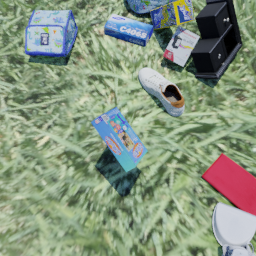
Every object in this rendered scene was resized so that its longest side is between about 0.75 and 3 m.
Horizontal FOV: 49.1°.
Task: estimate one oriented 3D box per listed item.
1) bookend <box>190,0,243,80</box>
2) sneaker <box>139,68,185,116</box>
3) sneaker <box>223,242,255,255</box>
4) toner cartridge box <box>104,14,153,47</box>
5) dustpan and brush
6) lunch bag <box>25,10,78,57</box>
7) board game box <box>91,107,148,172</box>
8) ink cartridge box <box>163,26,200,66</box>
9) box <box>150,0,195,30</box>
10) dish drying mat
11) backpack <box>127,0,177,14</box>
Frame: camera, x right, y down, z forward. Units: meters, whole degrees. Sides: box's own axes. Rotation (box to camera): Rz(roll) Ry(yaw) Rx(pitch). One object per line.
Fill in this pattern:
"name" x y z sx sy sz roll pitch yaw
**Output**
"bookend" 2.630 -2.796 8.683 0.838 1.819 1.807 14 55 45
"sneaker" 1.052 -1.317 8.509 0.729 0.848 2.003 -34 65 -15
"sneaker" 2.119 3.118 6.067 1.702 0.639 0.978 -10 78 -11
"toner cartridge box" 0.021 -3.491 9.979 1.606 0.347 0.763 20 63 11
"dustpan and brush" 2.405 2.645 6.629 1.024 0.420 1.467 19 56 15
"lunch bag" -2.594 -3.104 9.394 1.402 1.051 1.649 4 67 9
"board game box" -0.146 0.211 6.122 0.287 0.970 1.275 -35 91 24
"ink cartridge box" 1.705 -2.636 9.045 0.767 0.436 1.052 27 107 0
"box" 1.411 -3.733 9.258 0.652 0.711 2.029 -19 19 -10
"dish drying mat" 3.141 1.745 7.178 2.456 0.223 0.943 41 69 19
"backpack" 0.868 -5.283 10.366 1.932 1.419 1.768 -19 59 -6
